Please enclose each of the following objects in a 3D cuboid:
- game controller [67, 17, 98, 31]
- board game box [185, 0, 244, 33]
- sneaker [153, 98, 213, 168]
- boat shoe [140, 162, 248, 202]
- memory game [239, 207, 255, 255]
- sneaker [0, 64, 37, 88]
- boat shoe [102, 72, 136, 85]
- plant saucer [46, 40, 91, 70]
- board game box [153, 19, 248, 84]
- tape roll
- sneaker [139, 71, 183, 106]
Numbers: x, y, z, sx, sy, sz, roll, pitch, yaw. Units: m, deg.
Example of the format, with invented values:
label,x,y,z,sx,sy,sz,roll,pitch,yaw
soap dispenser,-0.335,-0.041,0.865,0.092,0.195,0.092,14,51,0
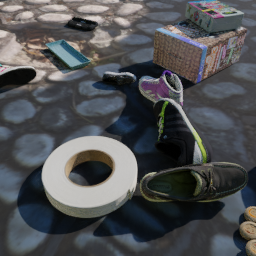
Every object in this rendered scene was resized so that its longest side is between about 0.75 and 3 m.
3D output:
label,x,y,z,sx,sy,sz,roll,pitch,yaw
game controller,-2.275,-5.194,13.984,1.551,0.327,0.809,21,59,23
board game box,3.201,-4.257,10.558,1.336,0.582,1.811,-13,42,-17
sneaker,1.112,0.113,7.248,1.076,0.932,2.599,-15,43,-17
boat shoe,1.428,1.184,5.918,2.356,0.774,0.842,-5,80,1
memory game,3.173,2.036,5.272,2.029,0.129,2.029,-9,32,6
sneaker,-4.320,-1.975,9.820,1.987,0.831,1.200,-18,53,-19
boat shoe,-0.334,-1.695,9.792,1.205,0.421,0.399,10,58,8
plant saucer,-2.479,-3.019,11.453,0.864,0.234,2.471,-25,46,-26
board game box,2.706,-3.133,10.708,2.753,1.333,2.195,-29,49,-31
tape roll,-0.871,1.048,6.565,2.215,0.405,2.215,0,40,0
sneaker,1.051,-1.391,8.783,0.787,1.238,2.171,-21,44,-21
